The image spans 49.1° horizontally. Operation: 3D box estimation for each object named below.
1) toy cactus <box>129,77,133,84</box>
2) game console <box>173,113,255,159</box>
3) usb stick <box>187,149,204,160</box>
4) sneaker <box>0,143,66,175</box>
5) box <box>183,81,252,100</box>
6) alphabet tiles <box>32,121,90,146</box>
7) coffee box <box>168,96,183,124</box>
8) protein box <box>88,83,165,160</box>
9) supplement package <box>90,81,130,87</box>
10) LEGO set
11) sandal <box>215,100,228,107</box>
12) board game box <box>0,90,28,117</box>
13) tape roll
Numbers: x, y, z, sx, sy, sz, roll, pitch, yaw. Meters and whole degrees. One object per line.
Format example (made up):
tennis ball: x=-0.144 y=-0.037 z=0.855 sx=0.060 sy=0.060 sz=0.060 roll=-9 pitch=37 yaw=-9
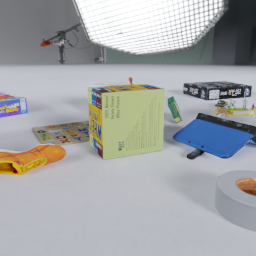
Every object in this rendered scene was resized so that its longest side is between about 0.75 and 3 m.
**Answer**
toy cactus: x=0.483 y=-1.734 z=13.950 sx=2.231 sy=1.141 sz=1.841 roll=8 pitch=29 yaw=9
game console: x=2.595 y=0.372 z=7.772 sx=1.700 sy=1.179 sz=1.992 roll=32 pitch=-5 yaw=-36
usb stick: x=1.778 y=0.634 z=7.196 sx=0.231 sy=0.136 sz=0.834 roll=13 pitch=21 yaw=37
sneaker: x=-2.221 y=0.772 z=6.222 sx=1.720 sy=0.628 sz=0.663 roll=-10 pitch=42 yaw=-22
box: x=4.997 y=-2.166 z=15.865 sx=2.952 sy=0.643 sz=2.365 roll=-6 pitch=17 yaw=-21
alphabet tiles: x=-1.660 y=0.111 z=9.069 sx=2.489 sy=0.094 sz=2.081 roll=-9 pitch=18 yaw=-26
coffee box: x=1.773 y=-0.712 z=10.618 sx=0.284 sy=0.793 sz=1.290 roll=-24 pitch=11 yaw=14
protein box: x=-0.067 y=-0.241 z=7.401 sx=1.703 sy=1.690 sz=1.149 roll=-7 pitch=18 yaw=-23
supplement package: x=-0.723 y=-1.320 z=11.934 sx=1.208 sy=1.216 sz=1.603 roll=6 pitch=17 yaw=19
LEGO set: x=4.752 y=-0.901 z=11.018 sx=2.512 sy=0.935 sz=1.156 roll=7 pitch=18 yaw=24
sandal: x=4.347 y=-1.175 z=13.067 sx=0.444 sy=0.319 sz=1.119 roll=10 pitch=19 yaw=31
board game box: x=-5.887 y=-1.040 z=11.987 sx=1.984 sy=0.661 sz=2.952 roll=-15 pitch=22 yaw=-41
tape roll: x=2.173 y=1.187 z=4.745 sx=1.346 sy=0.445 sz=1.346 roll=1 pitch=17 yaw=0
